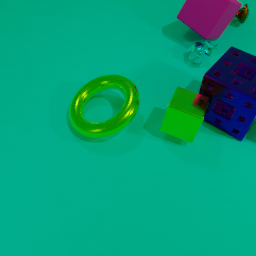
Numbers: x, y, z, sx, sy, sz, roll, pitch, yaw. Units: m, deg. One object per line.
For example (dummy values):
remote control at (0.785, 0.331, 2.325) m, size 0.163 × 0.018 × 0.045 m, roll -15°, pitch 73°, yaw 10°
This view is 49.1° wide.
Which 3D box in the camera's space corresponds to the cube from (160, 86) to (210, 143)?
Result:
cube at (1.337, -0.321, 6.616) m, size 0.832 × 0.832 × 0.832 m, roll 22°, pitch 46°, yaw 9°

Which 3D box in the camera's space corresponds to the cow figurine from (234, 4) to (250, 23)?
cow figurine at (3.627, -4.066, 9.919) m, size 1.163 × 0.649 × 1.182 m, roll -15°, pitch 33°, yaw -28°

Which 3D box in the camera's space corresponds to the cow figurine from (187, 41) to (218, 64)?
cow figurine at (2.222, -2.354, 8.393) m, size 0.489 × 0.876 × 0.890 m, roll 24°, pitch 42°, yaw -26°

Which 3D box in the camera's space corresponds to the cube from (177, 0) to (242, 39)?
cube at (2.563, -3.699, 8.851) m, size 1.246 × 1.246 × 1.246 m, roll 44°, pitch 37°, yaw 17°

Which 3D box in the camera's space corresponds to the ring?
ring at (-0.613, -0.585, 7.027) m, size 1.892 × 0.378 × 1.892 m, roll -10°, pitch 55°, yaw 15°

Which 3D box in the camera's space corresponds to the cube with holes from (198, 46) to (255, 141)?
cube with holes at (2.670, -0.853, 6.900) m, size 1.388 × 1.388 × 1.388 m, roll 33°, pitch 59°, yaw 23°
